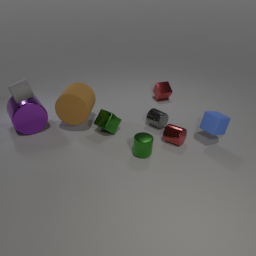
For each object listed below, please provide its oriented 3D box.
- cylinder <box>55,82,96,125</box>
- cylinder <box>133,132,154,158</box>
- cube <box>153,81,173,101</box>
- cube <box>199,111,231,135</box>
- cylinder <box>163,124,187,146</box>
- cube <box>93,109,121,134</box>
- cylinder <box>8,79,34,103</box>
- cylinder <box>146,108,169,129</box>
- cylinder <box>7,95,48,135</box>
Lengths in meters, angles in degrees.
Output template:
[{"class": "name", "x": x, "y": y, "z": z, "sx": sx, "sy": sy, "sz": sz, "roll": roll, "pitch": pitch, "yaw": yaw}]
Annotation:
[{"class": "cylinder", "x": -2.158, "y": -1.029, "z": 11.676, "sx": 1.400, "sy": 1.400, "sz": 1.400, "roll": 2, "pitch": 28, "yaw": 4}, {"class": "cylinder", "x": 0.543, "y": 0.618, "z": 10.131, "sx": 0.700, "sy": 0.700, "sz": 0.700, "roll": 3, "pitch": 29, "yaw": -2}, {"class": "cube", "x": 1.777, "y": -1.900, "z": 14.461, "sx": 0.700, "sy": 0.700, "sz": 0.700, "roll": -10, "pitch": 65, "yaw": -18}, {"class": "cube", "x": 3.237, "y": -0.188, "z": 10.442, "sx": 0.700, "sy": 0.700, "sz": 0.700, "roll": -1, "pitch": 25, "yaw": -36}, {"class": "cylinder", "x": 1.809, "y": 0.255, "z": 10.827, "sx": 0.700, "sy": 0.700, "sz": 0.700, "roll": 19, "pitch": 34, "yaw": 31}, {"class": "cube", "x": -0.832, "y": -0.257, "z": 11.449, "sx": 0.700, "sy": 0.700, "sz": 0.700, "roll": 22, "pitch": -8, "yaw": 38}, {"class": "cylinder", "x": -4.021, "y": -1.381, "z": 10.525, "sx": 0.700, "sy": 0.700, "sz": 0.700, "roll": -29, "pitch": 38, "yaw": -18}, {"class": "cylinder", "x": 1.255, "y": -0.411, "z": 11.985, "sx": 0.700, "sy": 0.700, "sz": 0.700, "roll": -26, "pitch": 41, "yaw": -38}, {"class": "cylinder", "x": -4.220, "y": -0.637, "z": 11.706, "sx": 1.400, "sy": 1.400, "sz": 1.400, "roll": -15, "pitch": 32, "yaw": -26}]
